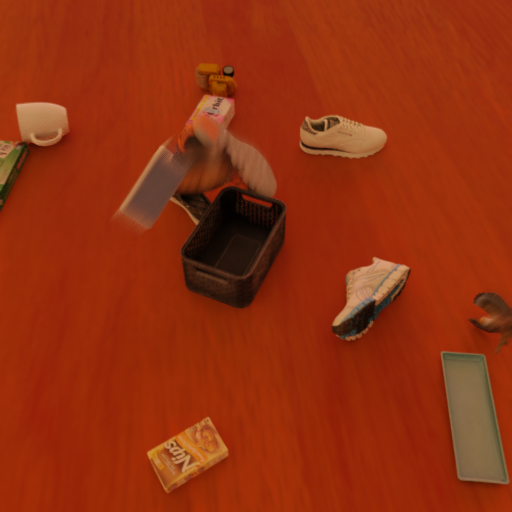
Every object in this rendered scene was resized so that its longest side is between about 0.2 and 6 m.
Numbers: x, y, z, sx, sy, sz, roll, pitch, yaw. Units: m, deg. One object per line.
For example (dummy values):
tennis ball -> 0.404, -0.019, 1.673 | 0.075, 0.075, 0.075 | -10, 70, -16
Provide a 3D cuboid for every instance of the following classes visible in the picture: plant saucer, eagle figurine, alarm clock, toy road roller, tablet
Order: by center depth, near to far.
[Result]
tablet -> -1.637, -1.092, 9.073 | 0.084, 0.805, 1.237 | 30, 86, 32
plant saucer -> 3.512, 2.593, 9.146 | 0.769, 0.209, 2.201 | 4, 50, 3
eagle figurine -> 4.166, 1.133, 9.784 | 0.701, 0.697, 0.924 | -39, 21, 14
alarm clock -> -1.226, -1.555, 10.362 | 1.840, 1.241, 0.612 | -20, 77, 15
toy road roller -> -1.060, -4.473, 14.603 | 1.108, 0.681, 0.809 | 8, 63, 6

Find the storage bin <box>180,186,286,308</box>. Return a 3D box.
storage bin -> -0.398, -0.208, 10.918 | 1.427, 0.989, 2.110 | 19, 53, 15

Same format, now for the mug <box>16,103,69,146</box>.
mug -> -5.030, -3.078, 13.324 | 1.078, 0.908, 1.229 | -10, 56, -16

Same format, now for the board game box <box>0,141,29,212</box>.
board game box -> -6.302, -1.683, 12.511 | 1.659, 0.359, 2.465 | 3, 51, 3

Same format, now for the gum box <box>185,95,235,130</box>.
gum box -> -1.102, -3.396, 13.836 | 0.790, 0.460, 1.392 | 14, 52, 11

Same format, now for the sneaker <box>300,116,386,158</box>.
sneaker -> 2.074, -2.857, 13.172 | 2.076, 0.836, 0.793 | -2, 49, -4

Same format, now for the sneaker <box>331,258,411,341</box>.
sneaker -> 1.931, 0.736, 10.380 | 0.922, 0.797, 2.127 | 30, 48, 29

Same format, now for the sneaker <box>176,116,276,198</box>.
sneaker -> -0.676, -1.811, 11.533 | 2.218, 1.243, 0.860 | 41, 44, -15

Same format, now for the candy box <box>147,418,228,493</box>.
candy box -> -1.052, 3.075, 8.676 | 1.090, 0.301, 0.629 | -26, 56, -20

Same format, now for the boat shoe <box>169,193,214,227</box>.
boat shoe -> -1.480, -1.333, 12.060 | 0.648, 0.614, 1.854 | -27, 56, -20
